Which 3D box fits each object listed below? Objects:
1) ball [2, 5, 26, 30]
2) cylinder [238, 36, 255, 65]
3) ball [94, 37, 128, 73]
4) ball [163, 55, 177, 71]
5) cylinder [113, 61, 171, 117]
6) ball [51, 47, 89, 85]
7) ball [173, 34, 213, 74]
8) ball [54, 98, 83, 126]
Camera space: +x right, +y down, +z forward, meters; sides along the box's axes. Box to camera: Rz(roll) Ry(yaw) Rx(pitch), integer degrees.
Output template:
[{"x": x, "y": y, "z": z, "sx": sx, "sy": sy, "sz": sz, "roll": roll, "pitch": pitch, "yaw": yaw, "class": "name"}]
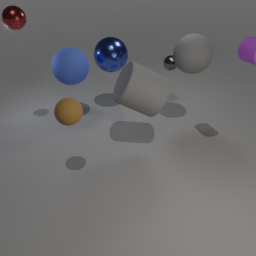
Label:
[{"x": -3.444, "y": -3.330, "z": 8.475, "sx": 0.700, "sy": 0.700, "sz": 0.700, "roll": 0, "pitch": 31, "yaw": 0, "class": "ball"}, {"x": 3.597, "y": -2.152, "z": 7.853, "sx": 0.700, "sy": 0.700, "sz": 0.700, "roll": -11, "pitch": 29, "yaw": -17, "class": "cylinder"}, {"x": -0.690, "y": -2.958, "z": 11.328, "sx": 1.400, "sy": 1.400, "sz": 1.400, "roll": 0, "pitch": 31, "yaw": 0, "class": "ball"}, {"x": 1.983, "y": -3.003, "z": 12.942, "sx": 0.700, "sy": 0.700, "sz": 0.700, "roll": 0, "pitch": 31, "yaw": 0, "class": "ball"}, {"x": 0.421, "y": -1.240, "z": 9.082, "sx": 1.400, "sy": 1.400, "sz": 1.400, "roll": 22, "pitch": 25, "yaw": -20, "class": "cylinder"}, {"x": -2.175, "y": -2.326, "z": 10.588, "sx": 1.400, "sy": 1.400, "sz": 1.400, "roll": 0, "pitch": 31, "yaw": 0, "class": "ball"}, {"x": 2.326, "y": -2.652, "z": 10.055, "sx": 1.400, "sy": 1.400, "sz": 1.400, "roll": 0, "pitch": 31, "yaw": 0, "class": "ball"}, {"x": -1.486, "y": -0.407, "z": 7.000, "sx": 0.700, "sy": 0.700, "sz": 0.700, "roll": 0, "pitch": 31, "yaw": 0, "class": "ball"}]
